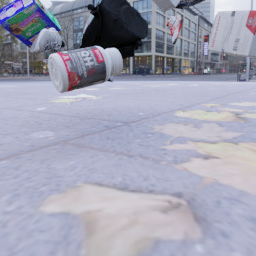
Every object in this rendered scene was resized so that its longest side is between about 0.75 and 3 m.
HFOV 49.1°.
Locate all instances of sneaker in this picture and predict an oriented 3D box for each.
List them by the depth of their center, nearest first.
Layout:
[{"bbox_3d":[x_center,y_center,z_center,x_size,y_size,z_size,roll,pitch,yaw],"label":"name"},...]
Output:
[{"bbox_3d":[-2.401,-2.649,8.741,0.745,0.679,1.818,38,29,-13],"label":"sneaker"},{"bbox_3d":[1.561,-3.440,9.837,0.531,0.991,0.331,18,-7,1],"label":"sneaker"}]

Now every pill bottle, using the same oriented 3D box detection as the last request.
[{"bbox_3d":[-1.055,-1.559,7.216,1.760,0.974,0.974,-20,20,-28],"label":"pill bottle"}]

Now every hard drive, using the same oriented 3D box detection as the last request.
[{"bbox_3d":[-1.178,-2.009,8.983,1.011,0.317,1.498,18,-12,45],"label":"hard drive"}]

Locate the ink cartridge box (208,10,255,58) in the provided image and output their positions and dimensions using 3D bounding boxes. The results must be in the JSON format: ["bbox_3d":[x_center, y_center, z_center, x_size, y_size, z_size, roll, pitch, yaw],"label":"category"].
[{"bbox_3d":[3.436,-2.892,8.638,0.721,1.278,1.741,0,20,-27],"label":"ink cartridge box"}]

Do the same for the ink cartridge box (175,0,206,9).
[{"bbox_3d":[1.663,-3.612,7.870,0.752,0.296,1.512,-7,13,40],"label":"ink cartridge box"}]

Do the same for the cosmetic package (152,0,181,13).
[{"bbox_3d":[0.667,-2.957,5.962,0.933,0.346,0.474,40,-14,-26],"label":"cosmetic package"}]

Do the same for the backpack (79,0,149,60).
[{"bbox_3d":[-0.629,-3.472,10.600,1.710,2.254,2.702,-53,11,-34],"label":"backpack"}]

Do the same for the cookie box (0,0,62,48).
[{"bbox_3d":[-3.416,-3.724,9.897,1.452,0.638,1.698,-26,-20,11],"label":"cookie box"}]
